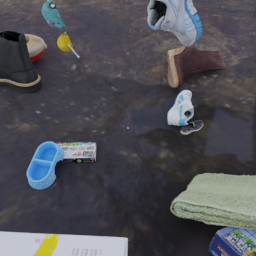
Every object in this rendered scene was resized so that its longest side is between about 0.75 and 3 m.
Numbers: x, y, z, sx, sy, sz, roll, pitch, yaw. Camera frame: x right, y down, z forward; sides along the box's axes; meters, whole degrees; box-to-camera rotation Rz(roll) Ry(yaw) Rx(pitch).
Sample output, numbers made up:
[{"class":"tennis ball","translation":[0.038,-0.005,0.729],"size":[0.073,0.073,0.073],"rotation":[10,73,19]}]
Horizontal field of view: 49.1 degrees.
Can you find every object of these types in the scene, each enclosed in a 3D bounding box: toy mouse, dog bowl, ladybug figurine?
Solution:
[{"class":"toy mouse","translation":[-1.883,-2.753,7.045],"size":[0.368,1.690,1.902],"rotation":[-25,38,-5]},{"class":"dog bowl","translation":[-2.110,0.904,7.109],"size":[0.710,0.316,1.273],"rotation":[8,58,11]},{"class":"ladybug figurine","translation":[-4.370,-3.018,10.940],"size":[2.394,0.861,1.625],"rotation":[-2,44,-2]}]

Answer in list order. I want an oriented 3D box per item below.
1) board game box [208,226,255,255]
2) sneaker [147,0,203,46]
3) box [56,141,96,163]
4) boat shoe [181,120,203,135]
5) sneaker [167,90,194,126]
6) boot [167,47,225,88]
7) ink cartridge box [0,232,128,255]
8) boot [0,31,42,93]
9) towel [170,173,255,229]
[{"class":"board game box","translation":[3.643,2.420,5.303],"size":[2.893,0.893,2.894],"rotation":[-29,51,-26]},{"class":"sneaker","translation":[1.063,-2.857,7.154],"size":[1.234,2.847,1.067],"rotation":[-48,61,1]},{"class":"box","translation":[-1.432,0.653,7.633],"size":[1.110,0.193,0.611],"rotation":[-1,44,-1]},{"class":"boat shoe","translation":[1.921,-0.060,8.318],"size":[0.821,0.266,0.295],"rotation":[-21,48,-21]},{"class":"sneaker","translation":[1.734,-0.599,8.584],"size":[0.622,0.589,1.539],"rotation":[9,46,27]},{"class":"boot","translation":[2.487,-2.262,10.132],"size":[2.061,0.896,2.478],"rotation":[2,41,4]},{"class":"ink cartridge box","translation":[-1.323,2.844,4.111],"size":[2.632,1.937,1.903],"rotation":[1,44,2]},{"class":"boot","translation":[-4.410,-2.509,9.599],"size":[2.901,2.007,1.124],"rotation":[12,45,13]},{"class":"towel","translation":[2.217,1.421,5.795],"size":[2.324,0.424,1.724],"rotation":[-3,15,36]}]
